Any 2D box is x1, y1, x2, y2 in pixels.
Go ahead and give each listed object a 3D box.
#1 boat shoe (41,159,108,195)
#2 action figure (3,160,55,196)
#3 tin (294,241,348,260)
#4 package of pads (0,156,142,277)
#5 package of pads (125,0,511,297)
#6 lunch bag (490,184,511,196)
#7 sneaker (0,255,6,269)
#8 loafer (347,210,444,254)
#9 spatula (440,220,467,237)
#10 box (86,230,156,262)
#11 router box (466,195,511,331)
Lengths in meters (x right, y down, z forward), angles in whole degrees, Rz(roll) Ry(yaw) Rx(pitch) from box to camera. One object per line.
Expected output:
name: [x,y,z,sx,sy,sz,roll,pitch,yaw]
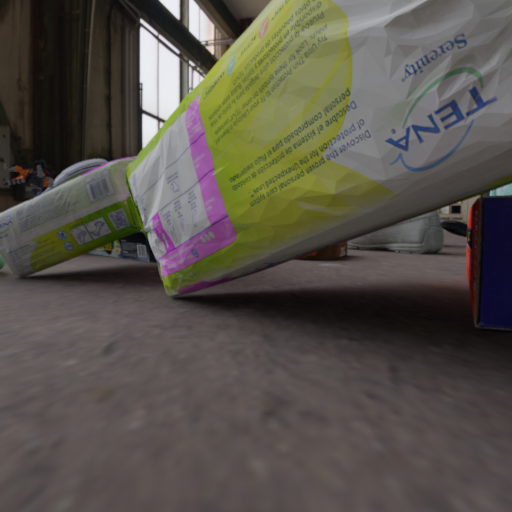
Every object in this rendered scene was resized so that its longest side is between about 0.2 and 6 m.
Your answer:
boat shoe: [-3.863,-0.932,11.132,2.606,0.938,0.808,-37,50,-7]
action figure: [-4.323,-1.398,10.718,0.884,0.914,0.478,4,47,-17]
tin: [1.103,-0.112,9.766,0.885,0.331,1.580,-3,3,21]
package of pads: [-1.863,-0.642,7.264,1.954,0.863,2.529,-20,7,21]
package of pads: [0.977,-0.932,4.213,3.081,1.360,3.989,-17,-4,-33]
lunch bag: [4.407,-1.274,7.835,2.289,2.854,1.100,-1,6,-10]
sneaker: [-4.429,-0.223,7.258,2.242,0.872,1.569,3,4,43]
loafer: [2.672,-0.595,11.616,0.977,0.975,2.793,-3,5,-36]
spatula: [3.557,-0.185,8.767,0.751,0.273,2.659,4,-11,46]
box: [-1.813,-0.362,10.266,1.859,0.541,2.715,-11,10,-39]
router box: [3.530,-0.020,4.377,3.542,0.865,3.179,2,4,21]
